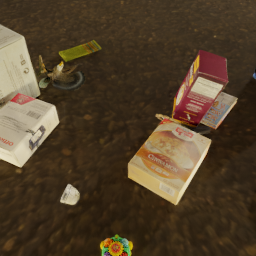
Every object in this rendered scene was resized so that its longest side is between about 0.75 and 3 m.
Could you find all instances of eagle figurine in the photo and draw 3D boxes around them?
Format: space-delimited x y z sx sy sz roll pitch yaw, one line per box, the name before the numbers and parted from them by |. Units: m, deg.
eagle figurine | -2.722 -2.206 11.407 1.774 1.339 1.346 10 85 -31

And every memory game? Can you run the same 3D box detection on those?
memory game | 1.331 -0.250 9.254 0.918 0.918 0.058 22 83 19

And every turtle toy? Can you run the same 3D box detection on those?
turtle toy | -0.286 3.086 6.685 0.809 0.561 1.110 0 47 0

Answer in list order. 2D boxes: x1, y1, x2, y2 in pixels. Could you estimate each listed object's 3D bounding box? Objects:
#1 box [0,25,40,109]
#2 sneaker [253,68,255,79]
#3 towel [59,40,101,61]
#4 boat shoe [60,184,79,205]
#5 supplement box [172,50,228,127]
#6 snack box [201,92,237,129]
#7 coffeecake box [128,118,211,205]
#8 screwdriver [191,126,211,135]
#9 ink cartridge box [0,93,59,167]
box | -5.030 -1.948 9.970 2.227 2.586 2.599 30 54 25
sneaker | 6.086 -2.057 11.307 1.968 0.767 0.690 31 54 26
towel | -2.245 -3.658 13.205 1.877 0.169 0.808 -26 52 -22
boat shoe | -1.499 1.788 7.435 0.429 1.305 0.470 24 76 -6
supplement box | 2.363 -1.257 9.453 0.974 2.274 1.255 18 49 -3
snack box | 3.379 -0.683 10.406 0.660 0.223 1.836 29 54 24
coffeecake box | 1.270 0.923 8.486 1.653 0.787 2.154 27 54 21
screwdriver | 1.791 0.187 9.663 2.099 0.305 0.293 -8 79 5
ink cartridge box | -3.596 0.012 9.257 1.568 0.913 2.166 19 51 16
